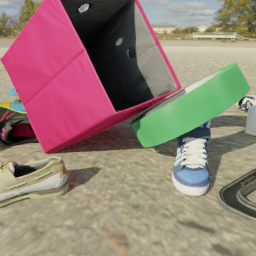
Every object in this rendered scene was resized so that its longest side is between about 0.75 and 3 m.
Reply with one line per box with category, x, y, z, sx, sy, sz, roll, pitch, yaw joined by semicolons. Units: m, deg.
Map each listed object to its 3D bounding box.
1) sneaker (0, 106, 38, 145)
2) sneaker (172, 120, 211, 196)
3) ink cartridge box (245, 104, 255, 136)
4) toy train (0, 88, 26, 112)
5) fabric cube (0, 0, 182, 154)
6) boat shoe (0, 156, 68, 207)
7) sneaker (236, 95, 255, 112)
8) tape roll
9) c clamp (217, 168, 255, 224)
sneaker;-3.346;-0.065;7.638;2.385;0.915;0.999;3;20;0
sneaker;1.348;0.372;5.856;0.752;1.367;1.867;4;20;11
ink cartridge box;4.728;-0.312;8.450;1.518;0.877;2.087;18;26;40
toy train;-4.088;-0.527;8.461;2.211;1.279;0.936;-4;20;-11
fabric cube;-0.927;-1.390;7.110;2.827;2.836;2.782;-26;0;42
boat shoe;-2.178;0.962;5.202;2.067;0.707;0.772;-8;21;-21
sneaker;4.730;-0.841;10.243;1.090;0.669;1.675;-12;23;-26
tape roll;1.386;-0.531;6.577;2.760;0.663;2.760;-30;4;2
c clamp;2.860;1.316;4.875;2.638;0.357;2.254;-19;21;-41
